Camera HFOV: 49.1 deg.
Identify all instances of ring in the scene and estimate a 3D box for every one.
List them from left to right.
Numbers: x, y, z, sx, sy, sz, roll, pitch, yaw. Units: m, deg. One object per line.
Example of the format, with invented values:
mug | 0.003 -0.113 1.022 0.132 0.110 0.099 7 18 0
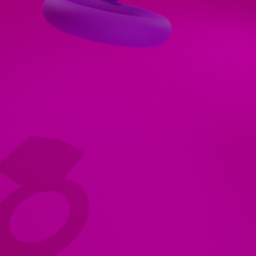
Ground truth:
ring | -0.265 -1.514 3.905 1.784 0.357 1.784 10 28 -5

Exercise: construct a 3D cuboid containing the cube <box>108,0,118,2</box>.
cube | -0.363 -2.949 4.719 1.135 1.135 1.135 -23 -1 17
